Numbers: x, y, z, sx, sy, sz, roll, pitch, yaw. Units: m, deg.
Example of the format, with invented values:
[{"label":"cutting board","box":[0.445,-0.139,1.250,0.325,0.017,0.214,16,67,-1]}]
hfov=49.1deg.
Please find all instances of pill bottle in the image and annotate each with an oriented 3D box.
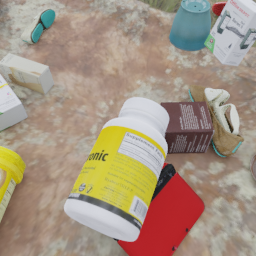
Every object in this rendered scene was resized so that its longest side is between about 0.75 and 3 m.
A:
[{"label":"pill bottle","box":[-0.050,0.609,4.754,1.238,1.238,2.224,18,61,13]}]

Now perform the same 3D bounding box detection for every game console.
[{"label":"game console","box":[0.384,1.915,6.640,2.150,1.276,1.853,-42,33,-27]}]

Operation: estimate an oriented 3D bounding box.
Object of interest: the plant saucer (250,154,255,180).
[{"label":"plant saucer","box":[3.782,1.153,7.211,1.288,0.207,1.288,0,54,1]}]

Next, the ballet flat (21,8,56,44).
[{"label":"ballet flat","box":[-3.500,-4.004,10.820,0.622,0.672,1.993,9,53,17]}]

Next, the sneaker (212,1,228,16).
[{"label":"sneaker","box":[4.163,-5.071,11.743,1.562,0.612,0.902,5,44,-12]}]

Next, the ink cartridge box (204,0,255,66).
[{"label":"ink cartridge box","box":[2.673,-2.428,7.002,0.582,1.384,1.010,-1,46,-27]}]

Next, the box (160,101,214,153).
[{"label":"box","box":[1.503,-0.007,7.555,1.258,1.033,1.043,-1,53,-1]}]

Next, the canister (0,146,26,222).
[{"label":"canister","box":[-3.824,1.860,6.022,2.226,1.297,2.998,7,55,5]}]

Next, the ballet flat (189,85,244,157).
[{"label":"ballet flat","box":[2.536,-0.467,7.882,0.891,0.951,2.628,14,47,-29]}]

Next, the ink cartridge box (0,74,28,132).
[{"label":"ink cartridge box","box":[-3.961,-0.740,8.316,1.202,0.697,1.660,-32,59,-22]}]

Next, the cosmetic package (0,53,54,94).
[{"label":"cosmetic package","box":[-3.247,-1.743,9.012,1.565,0.823,0.556,20,57,16]}]

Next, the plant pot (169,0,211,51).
[{"label":"plant pot","box":[2.348,-3.855,10.208,1.519,1.428,1.519,0,53,-1]}]
